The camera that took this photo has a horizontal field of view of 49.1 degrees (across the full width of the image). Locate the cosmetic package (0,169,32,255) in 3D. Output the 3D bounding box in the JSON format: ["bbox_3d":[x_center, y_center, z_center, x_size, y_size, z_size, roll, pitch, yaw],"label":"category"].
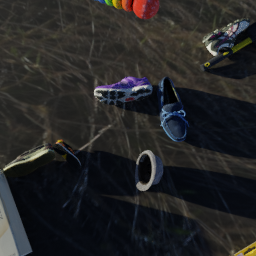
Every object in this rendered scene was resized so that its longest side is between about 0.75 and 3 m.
[{"bbox_3d":[-3.708,2.442,7.480,1.302,0.919,2.515,-26,73,-8],"label":"cosmetic package"}]

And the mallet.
[{"bbox_3d":[3.475,-2.726,9.379,2.548,0.524,0.839,-24,78,-4],"label":"mallet"}]

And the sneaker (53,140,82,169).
[{"bbox_3d":[-1.712,0.751,8.304,1.043,0.469,0.365,45,115,-8],"label":"sneaker"}]

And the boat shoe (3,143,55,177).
[{"bbox_3d":[-2.873,0.926,8.187,1.588,0.567,0.522,-24,48,5],"label":"boat shoe"}]

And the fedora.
[{"bbox_3d":[0.651,1.221,7.981,0.513,1.005,1.136,10,72,-28],"label":"fedora"}]

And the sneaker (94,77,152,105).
[{"bbox_3d":[-0.169,-1.232,8.880,1.827,0.736,0.762,-7,57,-11],"label":"sneaker"}]

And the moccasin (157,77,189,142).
[{"bbox_3d":[1.272,-0.593,8.550,0.826,0.700,2.053,-17,73,-5],"label":"moccasin"}]

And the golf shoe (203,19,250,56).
[{"bbox_3d":[3.395,-3.077,9.465,1.725,0.666,0.760,-27,91,-3],"label":"golf shoe"}]

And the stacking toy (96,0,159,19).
[{"bbox_3d":[-0.225,-2.975,6.112,2.060,0.879,0.879,33,75,15],"label":"stacking toy"}]

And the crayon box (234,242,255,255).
[{"bbox_3d":[3.473,3.767,7.342,0.887,0.364,1.412,-26,75,-8],"label":"crayon box"}]
